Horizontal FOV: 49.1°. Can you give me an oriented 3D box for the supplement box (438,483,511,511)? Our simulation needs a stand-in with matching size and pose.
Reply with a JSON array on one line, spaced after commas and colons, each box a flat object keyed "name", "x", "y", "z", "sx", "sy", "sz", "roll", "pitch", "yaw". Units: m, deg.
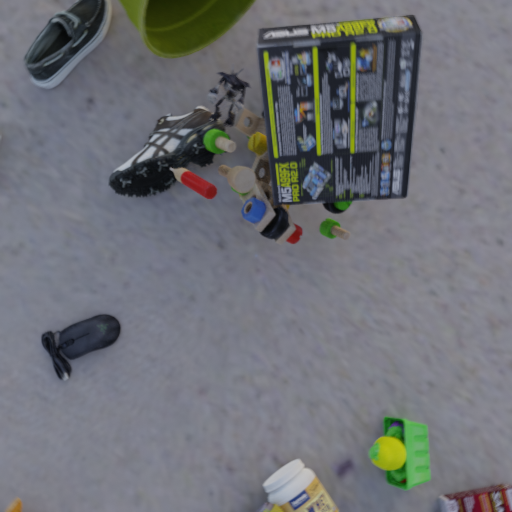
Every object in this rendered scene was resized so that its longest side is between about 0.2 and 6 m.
[{"name": "supplement box", "x": 3.668, "y": 4.175, "z": 9.136, "sx": 1.190, "sy": 0.362, "sz": 0.647, "roll": -10, "pitch": 78, "yaw": -3}]

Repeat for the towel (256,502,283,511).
[{"name": "towel", "x": 0.547, "y": 5.268, "z": 8.601, "sx": 2.729, "sy": 0.311, "sz": 1.960, "roll": 42, "pitch": 105, "yaw": 9}]

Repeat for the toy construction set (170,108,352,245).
[{"name": "toy construction set", "x": -0.039, "y": -1.576, "z": 9.470, "sx": 2.943, "sy": 2.262, "sz": 2.455, "roll": -7, "pitch": 114, "yaw": -31}]

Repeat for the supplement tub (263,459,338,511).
[{"name": "supplement tub", "x": 0.729, "y": 3.957, "z": 8.931, "sx": 0.845, "sy": 0.845, "sz": 1.170, "roll": -34, "pitch": 81, "yaw": -7}]

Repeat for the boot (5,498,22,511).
[{"name": "boot", "x": -3.715, "y": 5.046, "z": 8.849, "sx": 1.454, "sy": 0.715, "sz": 2.031, "roll": 26, "pitch": 83, "yaw": 0}]

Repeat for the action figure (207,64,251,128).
[{"name": "action figure", "x": -0.469, "y": -2.630, "z": 9.362, "sx": 0.635, "sy": 1.069, "sz": 0.545, "roll": 20, "pitch": 49, "yaw": -1}]

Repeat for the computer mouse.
[{"name": "computer mouse", "x": -3.016, "y": 1.476, "z": 9.715, "sx": 1.356, "sy": 0.357, "sz": 0.939, "roll": -27, "pitch": 78, "yaw": -6}]

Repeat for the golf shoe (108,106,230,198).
[{"name": "golf shoe", "x": -1.683, "y": -1.924, "z": 10.291, "sx": 2.351, "sy": 0.914, "sz": 1.111, "roll": -27, "pitch": 61, "yaw": -7}]

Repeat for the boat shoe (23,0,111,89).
[{"name": "boat shoe", "x": -3.558, "y": -4.243, "z": 10.704, "sx": 0.818, "sy": 0.805, "sz": 2.270, "roll": 29, "pitch": 79, "yaw": 6}]

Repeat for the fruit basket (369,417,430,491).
[{"name": "fruit basket", "x": 2.228, "y": 3.193, "z": 9.086, "sx": 1.173, "sy": 0.846, "sz": 1.173, "roll": 3, "pitch": 77, "yaw": -15}]

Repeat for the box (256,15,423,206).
[{"name": "box", "x": 1.195, "y": -1.996, "z": 8.198, "sx": 2.148, "sy": 2.681, "sz": 0.594, "roll": -3, "pitch": 43, "yaw": 7}]

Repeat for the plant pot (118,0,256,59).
[{"name": "plant pot", "x": -1.624, "y": -5.607, "z": 9.512, "sx": 3.079, "sy": 3.079, "sz": 2.964, "roll": -40, "pitch": 82, "yaw": -8}]
